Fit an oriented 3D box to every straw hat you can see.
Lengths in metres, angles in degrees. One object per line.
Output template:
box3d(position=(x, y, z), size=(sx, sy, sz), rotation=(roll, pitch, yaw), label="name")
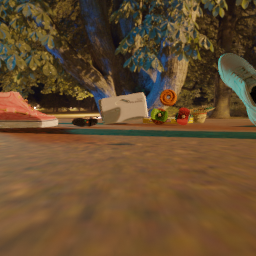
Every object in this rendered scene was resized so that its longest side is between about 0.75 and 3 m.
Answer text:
box3d(position=(3.951, -0.659, 15.647), size=(1.875, 0.793, 1.875), rotation=(-7, 6, 1), label="straw hat")

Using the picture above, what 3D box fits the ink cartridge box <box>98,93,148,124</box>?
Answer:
box3d(position=(-0.121, -0.953, 14.173), size=(2.147, 1.233, 2.956), rotation=(-9, 3, 5), label="ink cartridge box")

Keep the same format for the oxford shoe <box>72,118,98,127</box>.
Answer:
box3d(position=(-1.567, -0.171, 10.121), size=(0.913, 0.332, 0.385), rotation=(2, -14, -14), label="oxford shoe")

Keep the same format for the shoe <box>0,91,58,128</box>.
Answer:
box3d(position=(-3.444, -0.597, 9.275), size=(0.908, 1.156, 2.542), rotation=(2, 3, 43), label="shoe")

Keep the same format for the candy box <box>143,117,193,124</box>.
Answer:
box3d(position=(2.079, -0.404, 14.923), size=(1.244, 0.321, 2.433), rotation=(-2, 3, -44), label="candy box")

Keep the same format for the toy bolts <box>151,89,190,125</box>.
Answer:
box3d(position=(1.927, -0.752, 12.124), size=(1.635, 1.561, 1.134), rotation=(19, -1, 9), label="toy bolts")

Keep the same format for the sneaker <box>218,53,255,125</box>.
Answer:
box3d(position=(2.566, -0.961, 5.955), size=(0.694, 1.973, 0.791), rotation=(-30, -28, 10), label="sneaker")
